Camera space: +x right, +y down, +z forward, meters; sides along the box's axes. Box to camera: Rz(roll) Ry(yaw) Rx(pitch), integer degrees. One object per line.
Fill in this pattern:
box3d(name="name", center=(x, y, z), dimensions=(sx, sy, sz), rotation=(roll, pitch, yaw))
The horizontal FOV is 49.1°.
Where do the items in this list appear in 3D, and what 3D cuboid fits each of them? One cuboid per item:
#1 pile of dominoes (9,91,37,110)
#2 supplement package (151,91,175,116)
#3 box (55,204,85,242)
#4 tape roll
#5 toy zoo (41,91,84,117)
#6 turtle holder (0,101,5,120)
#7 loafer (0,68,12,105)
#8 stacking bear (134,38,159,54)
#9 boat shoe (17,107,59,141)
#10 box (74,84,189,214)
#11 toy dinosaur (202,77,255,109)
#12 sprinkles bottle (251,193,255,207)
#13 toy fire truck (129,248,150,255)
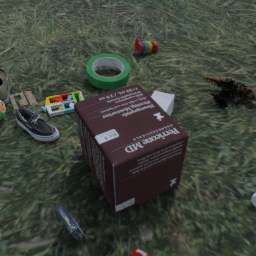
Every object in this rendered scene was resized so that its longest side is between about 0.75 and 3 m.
box3d(name="pile of dominoes", center=(-4.858, -1.360, 12.943), dimensions=(1.024, 0.209, 1.314), rotation=(-20, 47, -20))
box3d(name="supplement package", center=(1.259, -0.709, 11.685), dimensions=(0.915, 0.927, 1.528), rotation=(16, 43, 17))
box3d(name="box", center=(-1.596, 2.682, 7.831), dimensions=(0.270, 1.060, 0.836), rotation=(-34, 60, -17))
box3d(name="tape roll", center=(-1.005, -2.873, 14.114), dimensions=(2.186, 0.525, 2.186), rotation=(3, 50, -4))
box3d(name="toy zoo", center=(-2.934, -1.086, 12.643), dimensions=(1.918, 0.196, 1.258), rotation=(-12, 44, -14))
box3d(name="turtle holder", center=(-5.701, -0.669, 11.775), dimensions=(0.958, 1.261, 0.896), rotation=(33, 44, -11))
box3d(name="loafer", center=(-6.117, -2.152, 13.221), dimensions=(1.065, 0.986, 2.832), rotation=(-15, 45, -15))
box3d(name="stacking bear", center=(1.132, -4.700, 16.209), dimensions=(1.363, 0.775, 0.828), rotation=(-8, 61, -23))
box3d(name="boat shoe", center=(-3.735, -0.181, 11.219), dimensions=(2.241, 0.795, 0.808), rotation=(23, 47, 23))
box3d(name="box", center=(-0.009, 0.565, 9.183), dimensions=(2.481, 2.456, 2.991), rotation=(-20, 46, -21))
box3d(name="toy dinosaur", center=(4.667, -1.749, 12.943), dimensions=(2.566, 1.311, 1.742), rotation=(8, 25, 36))
box3d(name="sprinkles bottle", center=(4.626, 1.979, 9.070), dimensions=(1.579, 0.539, 0.539), rotation=(-32, 51, -31))
box3d(name="toy fire truck", center=(0.286, 3.835, 7.016), dimensions=(1.135, 0.758, 1.351), rotation=(33, 48, -1))
